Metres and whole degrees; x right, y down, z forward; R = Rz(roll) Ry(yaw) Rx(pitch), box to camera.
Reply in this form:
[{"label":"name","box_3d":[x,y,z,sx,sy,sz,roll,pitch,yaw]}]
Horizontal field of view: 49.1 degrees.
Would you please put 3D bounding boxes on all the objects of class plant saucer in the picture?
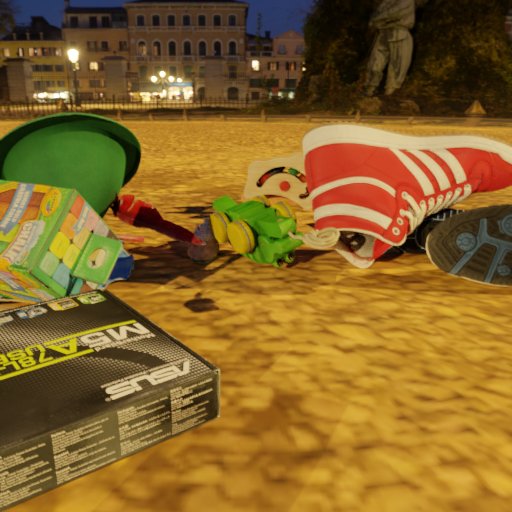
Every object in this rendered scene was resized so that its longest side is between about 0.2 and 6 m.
[{"label":"plant saucer","box_3d":[0.430,-1.451,13.221,1.578,0.295,1.578,1,17,0]}]

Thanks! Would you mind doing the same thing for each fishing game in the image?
[{"label":"fishing game","box_3d":[-3.040,0.006,8.151,2.514,0.546,3.511,5,18,5]}]

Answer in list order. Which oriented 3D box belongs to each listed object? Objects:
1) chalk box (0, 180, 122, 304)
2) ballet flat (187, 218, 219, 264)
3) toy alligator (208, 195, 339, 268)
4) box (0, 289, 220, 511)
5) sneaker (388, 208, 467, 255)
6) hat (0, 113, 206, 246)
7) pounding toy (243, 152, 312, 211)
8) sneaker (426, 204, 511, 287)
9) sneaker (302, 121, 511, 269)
[{"label":"chalk box","box_3d":[-2.370,-0.088,6.358,1.726,1.070,1.077,8,62,23]},{"label":"ballet flat","box_3d":[-0.835,-0.330,9.235,0.519,0.513,1.525,0,18,2]},{"label":"toy alligator","box_3d":[0.196,-0.230,8.263,0.959,0.877,3.233,-25,26,-22]},{"label":"box","box_3d":[-1.874,1.053,4.718,2.342,0.557,2.262,-13,21,-35]},{"label":"sneaker","box_3d":[3.117,-0.396,8.929,2.335,0.819,0.910,-3,10,-14]},{"label":"hat","box_3d":[-2.910,-0.537,9.436,2.674,2.842,3.229,-8,-23,-27]},{"label":"pounding toy","box_3d":[0.806,-1.668,12.500,2.132,1.219,1.223,-7,13,6]},{"label":"sneaker","box_3d":[3.984,-0.110,7.995,3.137,1.188,1.209,-2,-9,2]},{"label":"sneaker","box_3d":[2.422,-0.783,8.308,3.535,1.988,1.259,3,-19,-10]}]
